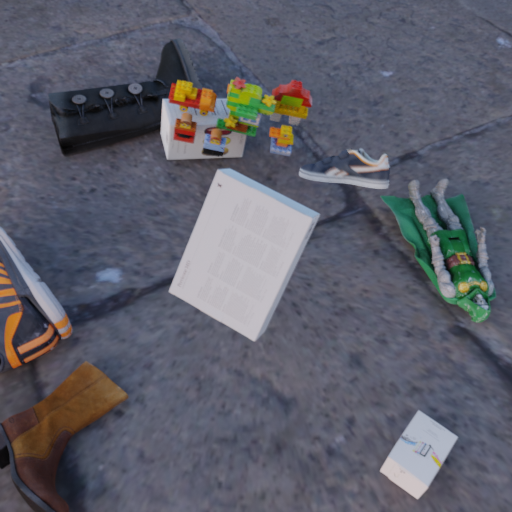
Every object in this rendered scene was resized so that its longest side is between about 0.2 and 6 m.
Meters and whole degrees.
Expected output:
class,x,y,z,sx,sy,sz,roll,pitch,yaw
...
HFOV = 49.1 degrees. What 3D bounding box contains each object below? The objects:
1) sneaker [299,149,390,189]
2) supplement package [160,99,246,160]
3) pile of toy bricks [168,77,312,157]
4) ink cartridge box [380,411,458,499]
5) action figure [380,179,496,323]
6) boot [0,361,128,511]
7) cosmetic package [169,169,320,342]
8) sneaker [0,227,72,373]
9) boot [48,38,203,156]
class,x,y,z,sx,sy,sz,roll,pitch,yaw
sneaker,1.506,-1.537,9.539,1.549,0.615,0.608,9,19,18
supplement package,-1.208,-2.929,12.892,1.806,1.027,0.989,-6,51,-17
pile of toy bricks,-0.316,-3.101,11.620,3.016,1.489,1.673,9,64,-7
ink cartridge box,2.451,3.013,8.474,0.683,0.695,0.944,33,59,23
action figure,3.837,-0.129,10.969,1.910,0.884,3.233,-6,55,-9
boot,-2.882,2.858,8.800,1.941,0.706,2.062,31,50,32
cosmetic package,-0.222,-0.024,8.746,1.652,2.191,0.566,28,18,11
sneaker,-4.993,0.653,9.971,1.942,1.345,3.467,-34,59,-26
boot,-3.291,-4.057,13.981,3.655,1.200,3.013,-17,51,-8
